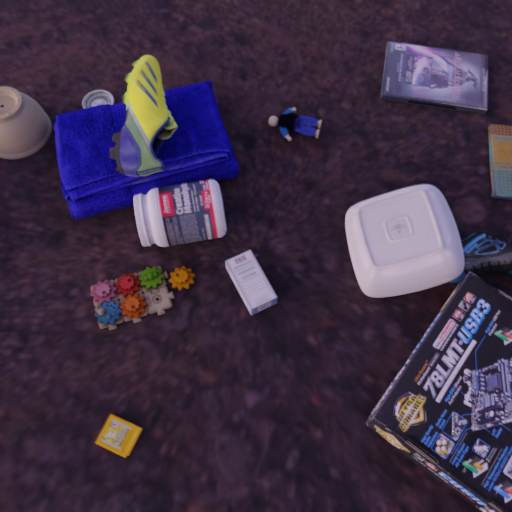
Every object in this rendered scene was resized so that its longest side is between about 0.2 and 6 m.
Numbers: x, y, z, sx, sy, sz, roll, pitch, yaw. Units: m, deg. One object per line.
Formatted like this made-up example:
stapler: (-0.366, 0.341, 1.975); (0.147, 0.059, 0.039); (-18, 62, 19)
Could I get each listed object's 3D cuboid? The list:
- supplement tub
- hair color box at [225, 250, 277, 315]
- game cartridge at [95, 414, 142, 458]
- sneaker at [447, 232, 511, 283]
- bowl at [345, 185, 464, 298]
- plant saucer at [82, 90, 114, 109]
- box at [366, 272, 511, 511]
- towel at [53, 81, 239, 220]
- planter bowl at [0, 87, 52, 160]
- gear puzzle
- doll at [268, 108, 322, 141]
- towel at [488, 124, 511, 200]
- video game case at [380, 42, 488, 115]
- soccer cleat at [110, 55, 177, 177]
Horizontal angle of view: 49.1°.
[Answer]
supplement tub: (-1.386, -0.767, 10.323); (1.556, 1.092, 1.092); (-10, 64, -5)
hair color box: (-0.097, 0.476, 10.142); (0.527, 0.323, 1.065); (-24, 67, -12)
game cartridge: (-2.218, 2.913, 9.061); (0.583, 0.095, 0.514); (20, 65, 11)
sneaker: (4.315, -0.098, 10.183); (2.078, 0.761, 0.851); (-5, 64, -3)
bowl: (2.598, -0.357, 10.023); (1.958, 0.731, 1.955); (-15, 64, 13)
plant saucer: (-3.397, -3.275, 12.091); (0.678, 0.170, 0.678); (0, 63, -1)
box: (3.931, 2.354, 8.958); (3.140, 0.786, 3.164); (34, 69, 16)
towel: (-2.249, -2.267, 11.204); (3.437, 0.851, 2.538); (-15, 65, -7)
planter bowl: (-5.034, -2.821, 11.433); (1.418, 0.954, 1.418); (0, 64, -1)
gear puzzle: (-2.004, 0.639, 10.073); (1.896, 0.248, 0.982); (-17, 62, -8)
doll: (0.790, -2.735, 11.725); (1.097, 0.266, 0.749); (13, 80, 6)
towel: (5.435, -1.873, 11.395); (1.358, 0.201, 1.851); (7, 62, 3)
video game case: (3.962, -3.966, 12.420); (2.268, 0.215, 1.620); (9, 64, 6)
soccer cleat: (-1.981, -2.639, 10.577); (1.122, 0.867, 2.683); (2, 64, 5)
